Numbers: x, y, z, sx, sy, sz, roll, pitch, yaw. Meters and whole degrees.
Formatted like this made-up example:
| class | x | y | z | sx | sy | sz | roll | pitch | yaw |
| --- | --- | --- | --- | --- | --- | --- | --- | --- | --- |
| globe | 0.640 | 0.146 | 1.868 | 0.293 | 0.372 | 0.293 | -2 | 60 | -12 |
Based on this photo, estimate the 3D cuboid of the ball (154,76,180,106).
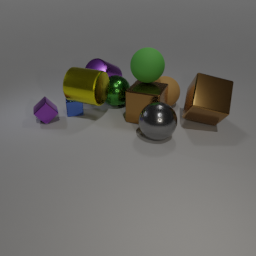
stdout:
| class | x | y | z | sx | sy | sz | roll | pitch | yaw |
| --- | --- | --- | --- | --- | --- | --- | --- | --- | --- |
| ball | 1.640 | -1.627 | 12.617 | 1.400 | 1.400 | 1.400 | 0 | 30 | 0 |

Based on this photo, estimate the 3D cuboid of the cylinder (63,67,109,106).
| class | x | y | z | sx | sy | sz | roll | pitch | yaw |
| --- | --- | --- | --- | --- | --- | --- | --- | --- | --- |
| cylinder | -1.655 | -1.678 | 11.262 | 1.400 | 1.400 | 1.400 | 11 | 32 | 19 |

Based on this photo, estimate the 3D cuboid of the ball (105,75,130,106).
| class | x | y | z | sx | sy | sz | roll | pitch | yaw |
| --- | --- | --- | --- | --- | --- | --- | --- | --- | --- |
| ball | -0.562 | -1.683 | 12.706 | 1.400 | 1.400 | 1.400 | 0 | 30 | 0 |

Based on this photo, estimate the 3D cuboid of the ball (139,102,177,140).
| class | x | y | z | sx | sy | sz | roll | pitch | yaw |
| --- | --- | --- | --- | --- | --- | --- | --- | --- | --- |
| ball | 1.083 | -0.252 | 10.163 | 1.400 | 1.400 | 1.400 | 0 | 30 | 0 |

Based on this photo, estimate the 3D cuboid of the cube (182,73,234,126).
| class | x | y | z | sx | sy | sz | roll | pitch | yaw |
| --- | --- | --- | --- | --- | --- | --- | --- | --- | --- |
| cube | 3.048 | -1.069 | 10.821 | 1.400 | 1.400 | 1.400 | 14 | 73 | 0 |

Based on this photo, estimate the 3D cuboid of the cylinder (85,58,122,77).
| class | x | y | z | sx | sy | sz | roll | pitch | yaw |
| --- | --- | --- | --- | --- | --- | --- | --- | --- | --- |
| cylinder | -1.217 | -2.570 | 13.811 | 1.400 | 1.400 | 1.400 | 20 | 7 | 31 |

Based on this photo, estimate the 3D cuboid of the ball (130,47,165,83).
| class | x | y | z | sx | sy | sz | roll | pitch | yaw |
| --- | --- | --- | --- | --- | --- | --- | --- | --- | --- |
| ball | 0.791 | -2.540 | 11.356 | 1.400 | 1.400 | 1.400 | 0 | 30 | 0 |

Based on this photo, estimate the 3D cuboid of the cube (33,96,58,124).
| class | x | y | z | sx | sy | sz | roll | pitch | yaw |
| --- | --- | --- | --- | --- | --- | --- | --- | --- | --- |
| cube | -3.369 | -0.724 | 11.463 | 0.700 | 0.700 | 0.700 | -42 | 33 | 6 |

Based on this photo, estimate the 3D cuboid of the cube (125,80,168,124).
| class | x | y | z | sx | sy | sz | roll | pitch | yaw |
| --- | --- | --- | --- | --- | --- | --- | --- | --- | --- |
| cube | 0.787 | -1.046 | 11.583 | 1.400 | 1.400 | 1.400 | 11 | 31 | 18 |

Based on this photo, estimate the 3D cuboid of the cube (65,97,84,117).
| class | x | y | z | sx | sy | sz | roll | pitch | yaw |
| --- | --- | --- | --- | --- | --- | --- | --- | --- | --- |
| cube | -2.328 | -0.974 | 12.177 | 0.700 | 0.700 | 0.700 | -7 | 30 | -11 |
